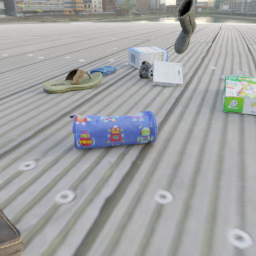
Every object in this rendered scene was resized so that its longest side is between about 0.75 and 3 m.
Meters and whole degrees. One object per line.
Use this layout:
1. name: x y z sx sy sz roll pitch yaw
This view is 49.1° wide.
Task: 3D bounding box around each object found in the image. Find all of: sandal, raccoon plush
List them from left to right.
1. sandal: -2.100 -1.927 11.038 2.533 0.723 1.006 -17 30 -33
2. raccoon plush: 1.210 -2.608 12.604 1.074 0.775 1.603 19 30 20

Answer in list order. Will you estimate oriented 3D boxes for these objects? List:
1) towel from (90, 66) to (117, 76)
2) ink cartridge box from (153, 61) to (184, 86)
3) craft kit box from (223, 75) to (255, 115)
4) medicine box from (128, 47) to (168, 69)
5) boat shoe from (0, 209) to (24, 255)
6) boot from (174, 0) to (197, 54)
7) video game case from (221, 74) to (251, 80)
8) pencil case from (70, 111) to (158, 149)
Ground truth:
1. towel: -1.162 -2.717 13.261 0.713 0.310 1.278 15 29 30
2. ink cartridge box: 1.648 -2.247 11.613 1.217 0.264 1.195 6 56 -3
3. craft kit box: 4.639 -1.095 9.416 2.706 0.665 2.740 10 27 14
4. medicine box: 1.027 -3.721 14.785 1.675 0.862 1.525 -10 27 -20
5. boat shoe: -2.521 1.034 3.902 2.787 1.022 1.038 15 6 28
6. boot: 1.270 -2.260 6.321 0.381 0.954 1.050 22 2 13
7. video game case: 4.892 -2.125 12.191 1.197 0.132 1.091 -9 26 -16
8. pencil case: -0.337 0.028 6.702 2.040 0.796 0.886 -4 20 -9
